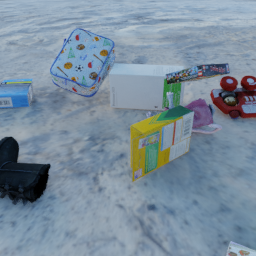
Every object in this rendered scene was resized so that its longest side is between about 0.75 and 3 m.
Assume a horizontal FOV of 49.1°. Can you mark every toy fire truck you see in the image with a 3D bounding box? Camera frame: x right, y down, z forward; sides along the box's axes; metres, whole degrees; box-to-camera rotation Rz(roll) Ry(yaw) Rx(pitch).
[{"bbox_3d":[4.406,-1.090,11.068,2.051,1.150,1.723,-3,50,-3],"label":"toy fire truck"}]

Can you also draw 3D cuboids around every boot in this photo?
[{"bbox_3d":[-2.980,1.087,7.698,1.723,0.778,2.102,3,39,9],"label":"boot"}]

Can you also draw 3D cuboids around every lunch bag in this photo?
[{"bbox_3d":[-1.870,-2.785,11.644,2.229,1.051,2.782,21,67,8],"label":"lunch bag"}]

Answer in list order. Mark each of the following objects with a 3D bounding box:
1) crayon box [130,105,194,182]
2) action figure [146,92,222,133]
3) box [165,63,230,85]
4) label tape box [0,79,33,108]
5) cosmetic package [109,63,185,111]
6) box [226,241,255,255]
[{"bbox_3d":[0.853,0.397,8.140,2.350,1.478,0.606,-23,38,-32],"label":"crayon box"},{"bbox_3d":[1.644,-0.202,9.775,2.471,1.655,1.840,-21,76,-14],"label":"action figure"},{"bbox_3d":[2.002,-1.539,7.952,1.128,0.311,1.652,-6,7,44],"label":"box"},{"bbox_3d":[-4.861,-1.536,12.128,1.337,0.617,1.866,-4,30,-8],"label":"label tape box"},{"bbox_3d":[0.776,-1.673,11.422,2.926,1.574,1.241,2,33,6],"label":"cosmetic package"},{"bbox_3d":[2.871,2.785,5.305,1.971,0.408,0.381,14,35,24],"label":"box"}]
